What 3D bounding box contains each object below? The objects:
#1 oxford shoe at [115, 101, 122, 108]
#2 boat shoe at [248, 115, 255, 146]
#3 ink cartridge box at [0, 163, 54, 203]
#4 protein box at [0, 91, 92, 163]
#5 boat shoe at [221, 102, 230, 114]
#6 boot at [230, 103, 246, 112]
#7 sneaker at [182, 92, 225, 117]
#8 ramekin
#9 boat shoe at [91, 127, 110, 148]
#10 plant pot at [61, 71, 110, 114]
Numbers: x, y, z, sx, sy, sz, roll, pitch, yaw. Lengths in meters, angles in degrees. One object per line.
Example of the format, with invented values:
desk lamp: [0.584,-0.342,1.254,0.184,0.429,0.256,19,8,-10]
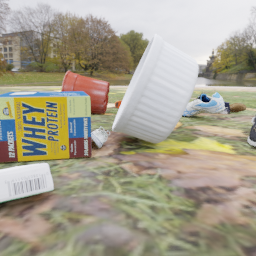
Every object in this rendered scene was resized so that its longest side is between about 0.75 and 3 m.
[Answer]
oxford shoe: [-0.018,-1.348,15.347,1.429,0.509,0.521,-1,6,-3]
boat shoe: [3.852,-0.080,7.496,1.057,0.863,2.862,6,12,28]
ink cartridge box: [-2.129,0.869,4.166,1.456,0.453,1.810,-8,-5,-36]
protein box: [-1.929,-0.156,6.594,1.968,1.338,1.983,-2,11,-12]
boat shoe: [4.203,-0.996,13.193,1.237,0.574,0.462,8,13,33]
boot: [4.902,-0.888,13.296,1.311,0.483,0.495,1,28,33]
sneaker: [2.908,-0.948,11.482,0.858,0.866,2.389,-23,9,-31]
ramekin: [0.674,-0.880,7.133,1.281,2.627,2.627,24,9,-5]
boat shoe: [-0.677,0.193,7.029,0.465,0.403,1.091,-36,9,-4]
plant pot: [-1.886,-1.505,12.860,1.915,1.969,1.969,8,11,1]
